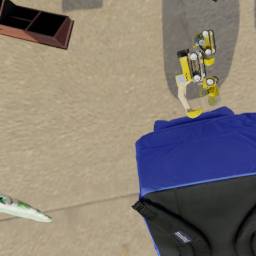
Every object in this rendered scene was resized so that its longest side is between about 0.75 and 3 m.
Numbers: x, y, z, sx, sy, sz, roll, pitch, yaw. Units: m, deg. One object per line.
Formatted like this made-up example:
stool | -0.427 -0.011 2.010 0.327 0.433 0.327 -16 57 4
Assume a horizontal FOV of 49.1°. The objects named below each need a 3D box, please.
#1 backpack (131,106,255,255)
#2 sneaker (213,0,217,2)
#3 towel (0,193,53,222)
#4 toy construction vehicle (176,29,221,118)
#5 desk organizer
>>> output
backpack | 1.581 1.282 5.223 2.415 2.494 2.972 -9 123 12
sneaker | 2.133 -3.095 6.311 0.822 0.312 0.373 -36 88 -14
towel | -2.053 1.232 4.499 1.245 1.632 0.191 9 64 10
toy construction vehicle | 1.058 -0.842 4.265 0.413 1.021 1.173 -4 108 33
desk organizer | -2.436 -2.508 6.533 2.108 0.812 0.756 15 91 6
